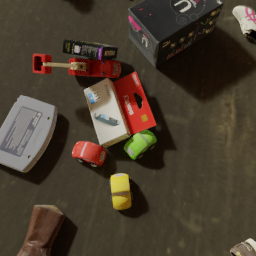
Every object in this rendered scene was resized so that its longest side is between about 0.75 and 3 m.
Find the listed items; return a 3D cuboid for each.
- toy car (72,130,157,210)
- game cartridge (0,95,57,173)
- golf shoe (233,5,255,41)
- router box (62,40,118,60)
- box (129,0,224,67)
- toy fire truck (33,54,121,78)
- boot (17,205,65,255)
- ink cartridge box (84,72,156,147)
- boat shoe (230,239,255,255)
[{"bbox_3d":[-0.147,0.859,8.809,2.501,0.593,2.658,-38,74,-13],"label":"toy car"},{"bbox_3d":[-3.335,0.181,9.161,1.575,0.484,2.366,18,71,10],"label":"game cartridge"},{"bbox_3d":[4.582,-3.933,10.575,0.816,0.643,1.771,-37,74,-13],"label":"golf shoe"},{"bbox_3d":[-1.211,-2.633,9.430,1.320,1.770,0.452,13,108,11],"label":"router box"},{"bbox_3d":[1.642,-3.854,10.071,2.866,1.520,1.752,-34,73,-11],"label":"box"},{"bbox_3d":[-1.622,-2.021,9.222,2.470,1.742,0.602,7,101,14],"label":"toy fire truck"},{"bbox_3d":[-2.099,3.302,7.919,1.947,0.671,2.089,16,66,5],"label":"boot"},{"bbox_3d":[-0.308,-0.691,9.167,1.858,0.472,2.109,-24,70,13],"label":"ink cartridge box"},{"bbox_3d":[3.592,4.260,7.419,0.716,0.864,2.405,-20,66,-7],"label":"boat shoe"}]
